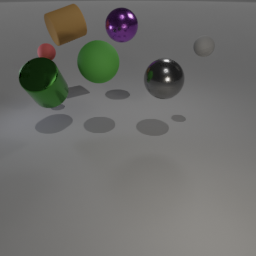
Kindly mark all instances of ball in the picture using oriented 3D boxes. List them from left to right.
[{"bbox_3d":[-3.220,-2.994,11.098,0.700,0.700,0.700,0,28,0],"label":"ball"},{"bbox_3d":[-0.984,-2.195,9.339,1.400,1.400,1.400,0,28,0],"label":"ball"},{"bbox_3d":[-0.269,-4.350,11.877,1.400,1.400,1.400,0,28,0],"label":"ball"},{"bbox_3d":[1.246,-1.695,9.693,1.400,1.400,1.400,0,28,0],"label":"ball"},{"bbox_3d":[2.576,-2.770,9.496,0.700,0.700,0.700,0,28,0],"label":"ball"}]

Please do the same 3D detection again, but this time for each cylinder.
[{"bbox_3d":[-3.054,-1.632,10.305,1.400,1.400,1.400,-2,70,4],"label":"cylinder"},{"bbox_3d":[-2.735,-4.526,12.305,1.400,1.400,1.400,-29,37,-17],"label":"cylinder"}]
